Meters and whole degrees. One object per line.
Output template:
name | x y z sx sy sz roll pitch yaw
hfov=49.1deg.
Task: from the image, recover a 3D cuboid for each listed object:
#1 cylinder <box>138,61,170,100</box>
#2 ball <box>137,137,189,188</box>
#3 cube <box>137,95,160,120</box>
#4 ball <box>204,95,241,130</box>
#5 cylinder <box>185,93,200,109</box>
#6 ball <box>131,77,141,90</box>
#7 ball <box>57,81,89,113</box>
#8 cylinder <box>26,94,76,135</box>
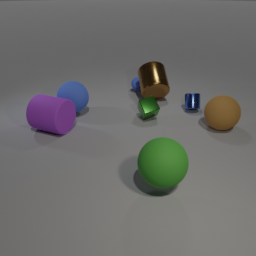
cylinder | 1.262 -2.318 13.879 1.400 1.400 1.400 -4 62 -8
ball | 0.962 0.954 7.732 1.400 1.400 1.400 0 28 0
cube | 0.876 -0.867 12.053 0.700 0.700 0.700 -20 71 -11
ball | 3.772 -0.609 11.209 1.400 1.400 1.400 0 28 0
cylinder | 2.965 -1.221 12.881 0.700 0.700 0.700 0 1 0
ball | 0.521 -2.386 15.065 0.700 0.700 0.700 0 28 0
ball | -2.435 -1.369 12.390 1.400 1.400 1.400 0 28 0
cylinder | -3.026 -0.551 11.114 1.400 1.400 1.400 11 30 20
